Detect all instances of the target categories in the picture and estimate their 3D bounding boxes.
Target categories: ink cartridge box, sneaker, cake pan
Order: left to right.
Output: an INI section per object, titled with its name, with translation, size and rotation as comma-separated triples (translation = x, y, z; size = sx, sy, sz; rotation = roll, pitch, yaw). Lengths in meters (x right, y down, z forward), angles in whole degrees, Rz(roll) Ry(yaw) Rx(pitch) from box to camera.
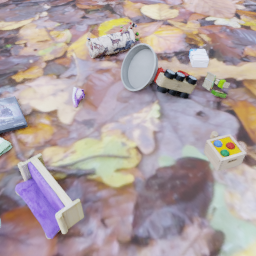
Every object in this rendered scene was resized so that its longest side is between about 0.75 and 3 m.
[sneaker]
translation = -2.237, -1.410, 12.725
size = 0.555, 0.505, 1.255
rotation = 3, 43, -8
[cake pan]
translation = 0.556, -2.791, 13.089
size = 0.411, 2.242, 2.242
rotation = 10, 32, -43
[ink cartridge box]
translation = 3.801, -3.755, 15.059
size = 0.823, 0.479, 1.138
rotation = 0, 45, 0

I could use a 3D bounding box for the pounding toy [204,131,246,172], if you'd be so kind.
[pounding toy]
translation = 3.609, 0.603, 10.477
size = 1.451, 0.756, 1.652
rotation = -14, 47, -13

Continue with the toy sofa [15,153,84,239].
[toy sofa]
translation = -2.600, 2.087, 8.776
size = 1.239, 1.051, 2.539
rotation = -30, 52, -28

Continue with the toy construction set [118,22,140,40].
[toy construction set]
translation = -0.084, -5.748, 16.914
size = 1.245, 0.957, 1.038
rotation = -5, 88, -29

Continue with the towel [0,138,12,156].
[towel]
translation = -5.864, 0.735, 10.713
size = 2.301, 0.269, 1.755
rotation = 25, 50, 22

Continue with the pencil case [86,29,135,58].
[pencil case]
translation = -0.921, -4.767, 15.665
size = 2.737, 1.065, 1.224
rotation = -19, 61, -18

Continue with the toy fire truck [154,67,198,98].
[toy fire truck]
translation = 1.919, -2.308, 13.149
size = 1.832, 1.339, 2.082
rotation = 8, 35, -25

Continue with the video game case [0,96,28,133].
[video game case]
translation = -5.352, -0.566, 11.848
size = 1.614, 0.214, 2.259
rotation = -16, 45, -25

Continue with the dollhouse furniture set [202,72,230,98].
[dollhouse furniture set]
translation = 4.111, -2.030, 13.035
size = 0.606, 0.792, 1.208
rotation = 7, 26, -25
